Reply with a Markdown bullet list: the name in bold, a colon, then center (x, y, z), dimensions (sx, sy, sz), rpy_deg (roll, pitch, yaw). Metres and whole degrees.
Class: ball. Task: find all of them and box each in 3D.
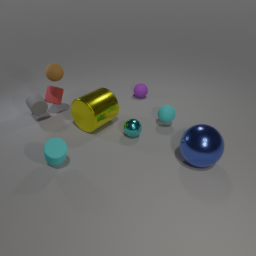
- **ball**: center (1.536, -0.568, 11.152), dimensions (0.700, 0.700, 0.700), rpy_deg (0, 32, 0)
- **ball**: center (2.381, 0.568, 9.051), dimensions (1.400, 1.400, 1.400), rpy_deg (0, 32, 0)
- **ball**: center (0.617, -1.811, 13.520), dimensions (0.700, 0.700, 0.700), rpy_deg (0, 32, 0)
- **ball**: center (-2.849, -2.152, 10.850), dimensions (0.700, 0.700, 0.700), rpy_deg (0, 32, 0)
- **ball**: center (0.181, -0.007, 10.634), dimensions (0.700, 0.700, 0.700), rpy_deg (0, 32, 0)

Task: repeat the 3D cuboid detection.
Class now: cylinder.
- **cylinder**: center (-3.160, -1.400, 11.976), dimensions (0.700, 0.700, 0.700), rpy_deg (12, 1, 0)
- **cylinder**: center (-1.308, -0.737, 11.141), dimensions (1.400, 1.400, 1.400), rpy_deg (23, 39, 32)
- **cylinder**: center (-2.312, 0.753, 8.922), dimensions (0.700, 0.700, 0.700), rpy_deg (6, 63, -12)
- **cylinder**: center (-3.733, -0.975, 11.470), dimensions (0.700, 0.700, 0.700), rpy_deg (-19, 45, -28)
